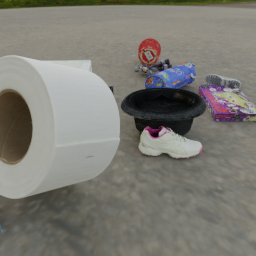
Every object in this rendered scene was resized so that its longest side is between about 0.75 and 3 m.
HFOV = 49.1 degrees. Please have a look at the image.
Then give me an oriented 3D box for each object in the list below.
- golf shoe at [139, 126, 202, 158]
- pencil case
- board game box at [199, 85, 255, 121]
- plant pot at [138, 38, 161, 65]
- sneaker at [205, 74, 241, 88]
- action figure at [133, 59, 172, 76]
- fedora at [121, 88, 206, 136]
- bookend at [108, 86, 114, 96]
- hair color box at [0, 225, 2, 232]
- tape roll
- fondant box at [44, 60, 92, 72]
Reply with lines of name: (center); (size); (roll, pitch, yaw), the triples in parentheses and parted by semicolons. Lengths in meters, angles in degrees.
golf shoe: (1.311, 0.410, 8.516); (1.944, 0.890, 0.732); (2, 29, 1)
pencil case: (2.059, -2.203, 12.866); (1.230, 1.105, 2.833); (22, 37, 37)
board game box: (4.115, -1.104, 11.683); (1.751, 0.471, 2.917); (-4, 30, 2)
plant pot: (1.246, -4.509, 16.744); (1.373, 1.373, 1.250); (5, 37, 10)
sneaker: (4.570, -2.179, 13.530); (1.665, 0.622, 0.683); (20, 19, 22)
action figure: (1.292, -3.177, 15.069); (2.083, 0.723, 1.355); (-7, 37, -6)
fedora: (1.178, -0.401, 9.503); (2.810, 1.283, 2.810); (-3, 28, 2)
bookend: (-1.215, -1.683, 12.425); (1.408, 0.649, 1.399); (4, 30, 7)
hair color box: (-4.210, 1.626, 6.367); (1.433, 0.867, 2.866); (-26, 39, -38)
tape roll: (-1.945, -0.035, 6.600); (2.995, 2.995, 2.056); (20, 12, 31)
fondant box: (-3.352, -2.683, 13.981); (2.935, 0.855, 2.117); (-3, 30, -3)
